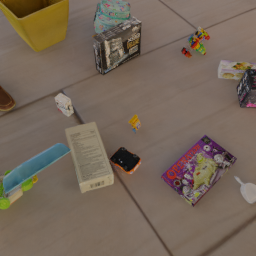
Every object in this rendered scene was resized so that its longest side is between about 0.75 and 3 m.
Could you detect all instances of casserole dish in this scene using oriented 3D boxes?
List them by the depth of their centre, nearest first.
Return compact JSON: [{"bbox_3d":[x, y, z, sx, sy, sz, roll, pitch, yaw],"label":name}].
[{"bbox_3d":[-2.634,1.071,8.088,0.448,1.400,2.311,57,33,-1],"label":"casserole dish"}]

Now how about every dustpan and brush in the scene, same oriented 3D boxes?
[{"bbox_3d":[3.860,1.932,9.125,0.701,0.287,1.004,-22,64,-22],"label":"dustpan and brush"}]

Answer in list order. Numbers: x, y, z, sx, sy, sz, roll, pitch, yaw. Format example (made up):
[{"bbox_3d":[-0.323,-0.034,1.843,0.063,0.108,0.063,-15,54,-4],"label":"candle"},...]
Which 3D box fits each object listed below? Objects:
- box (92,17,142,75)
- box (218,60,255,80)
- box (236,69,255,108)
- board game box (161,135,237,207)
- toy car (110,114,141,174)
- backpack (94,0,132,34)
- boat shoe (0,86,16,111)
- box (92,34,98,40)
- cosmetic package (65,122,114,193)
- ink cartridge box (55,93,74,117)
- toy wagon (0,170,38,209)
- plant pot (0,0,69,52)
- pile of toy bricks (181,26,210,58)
[{"bbox_3d":[-0.419,-3.495,11.978,2.201,1.736,0.548,-34,62,-22],"label":"box"},{"bbox_3d":[5.354,-2.360,11.875,2.950,0.611,0.571,7,56,4],"label":"box"},{"bbox_3d":[5.394,-1.478,10.874,1.858,1.228,1.066,2,59,1],"label":"box"},{"bbox_3d":[2.411,1.364,9.462,2.331,0.376,1.399,-38,59,-23],"label":"board game box"},{"bbox_3d":[0.286,0.637,9.678,1.102,0.748,2.247,8,55,33],"label":"toy car"},{"bbox_3d":[-0.688,-5.077,13.097,1.783,1.512,2.009,8,52,-10],"label":"backpack"},{"bbox_3d":[-5.442,-1.464,11.129,2.342,0.791,0.843,33,61,21],"label":"boat shoe"},{"bbox_3d":[-1.066,-4.037,13.257,0.773,0.269,1.298,-25,61,-18],"label":"box"},{"bbox_3d":[-1.323,0.942,9.442,1.147,0.775,2.181,-13,56,-12],"label":"cosmetic package"},{"bbox_3d":[-2.443,-0.885,10.734,0.572,0.780,0.323,32,61,20],"label":"ink cartridge box"},{"bbox_3d":[-3.830,1.909,8.606,2.110,0.418,1.637,-10,26,-12],"label":"toy wagon"},{"bbox_3d":[-4.154,-5.013,12.791,2.419,2.134,2.419,-35,63,-22],"label":"plant pot"},{"bbox_3d":[3.202,-3.727,12.760,0.965,1.084,1.954,37,41,-8],"label":"pile of toy bricks"}]
